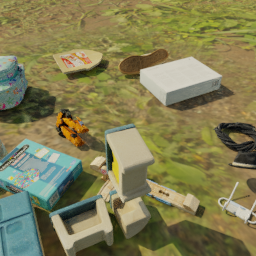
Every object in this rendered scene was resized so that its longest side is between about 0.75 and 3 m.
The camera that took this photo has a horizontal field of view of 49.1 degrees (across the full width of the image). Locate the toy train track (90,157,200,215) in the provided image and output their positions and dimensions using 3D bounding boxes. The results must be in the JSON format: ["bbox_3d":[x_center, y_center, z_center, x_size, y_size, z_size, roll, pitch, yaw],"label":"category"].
[{"bbox_3d":[0.332,1.272,6.854,2.884,0.469,1.654,20,44,22],"label":"toy train track"}]

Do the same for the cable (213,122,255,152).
[{"bbox_3d":[3.182,0.242,8.246,1.348,0.343,1.100,11,46,10],"label":"cable"}]

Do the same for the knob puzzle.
[{"bbox_3d":[-1.993,-2.830,11.889,2.161,0.300,2.161,0,40,0],"label":"knob puzzle"}]

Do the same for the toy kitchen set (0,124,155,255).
[{"bbox_3d":[-1.207,1.206,5.439,2.944,2.358,1.734,-17,43,-19],"label":"toy kitchen set"}]

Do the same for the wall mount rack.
[{"bbox_3d":[2.597,1.713,6.414,0.921,0.343,0.800,27,47,27],"label":"wall mount rack"}]

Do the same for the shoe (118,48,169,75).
[{"bbox_3d":[0.627,-2.624,11.500,2.275,0.607,0.795,-21,81,-18],"label":"shoe"}]

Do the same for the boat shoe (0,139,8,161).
[{"bbox_3d":[-3.818,1.052,6.929,0.765,0.689,2.122,12,41,14],"label":"boat shoe"}]

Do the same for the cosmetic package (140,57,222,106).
[{"bbox_3d":[1.920,-1.810,10.412,2.408,0.622,1.815,-18,45,-20],"label":"cosmetic package"}]

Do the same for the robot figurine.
[{"bbox_3d":[-1.682,-0.028,8.199,1.228,0.891,0.358,38,26,33],"label":"robot figurine"}]

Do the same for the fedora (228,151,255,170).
[{"bbox_3d":[2.803,0.752,6.661,0.858,0.392,0.858,6,-1,0],"label":"fedora"}]

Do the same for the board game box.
[{"bbox_3d":[-2.301,1.103,7.067,1.843,0.432,1.391,18,43,20],"label":"board game box"}]

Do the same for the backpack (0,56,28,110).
[{"bbox_3d":[-4.408,-1.507,9.493,1.761,1.493,1.983,-5,45,-5],"label":"backpack"}]
